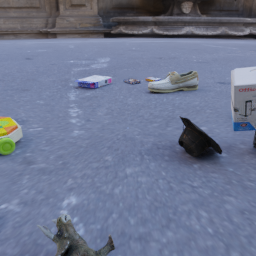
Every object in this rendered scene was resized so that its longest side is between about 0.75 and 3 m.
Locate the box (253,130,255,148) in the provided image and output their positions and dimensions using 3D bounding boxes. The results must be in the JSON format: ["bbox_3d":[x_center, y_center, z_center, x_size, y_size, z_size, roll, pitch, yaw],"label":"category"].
[{"bbox_3d":[5.094,0.261,7.042,2.308,0.728,2.926,-20,29,-41],"label":"box"}]

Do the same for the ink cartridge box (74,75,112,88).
[{"bbox_3d":[-1.714,-2.306,14.018,1.079,0.380,1.809,11,21,27],"label":"ink cartridge box"}]

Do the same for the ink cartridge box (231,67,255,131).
[{"bbox_3d":[3.019,-0.661,6.598,1.083,1.483,0.625,-4,45,18],"label":"ink cartridge box"}]

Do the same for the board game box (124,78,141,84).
[{"bbox_3d":[0.209,-2.446,14.678,0.528,0.135,0.779,-16,27,-35],"label":"board game box"}]

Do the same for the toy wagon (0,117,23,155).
[{"bbox_3d":[-4.169,0.297,7.258,2.593,0.513,2.012,-15,26,-33],"label":"toy wagon"}]

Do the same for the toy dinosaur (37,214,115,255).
[{"bbox_3d":[-0.544,1.874,3.320,0.975,0.734,1.906,-15,29,-5],"label":"toy dinosaur"}]

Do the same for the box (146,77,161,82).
[{"bbox_3d":[1.379,-2.582,14.994,0.474,0.165,0.796,-18,26,-38],"label":"box"}]

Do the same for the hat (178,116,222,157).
[{"bbox_3d":[1.616,0.344,6.916,1.483,0.598,1.483,41,1,-1],"label":"hat"}]

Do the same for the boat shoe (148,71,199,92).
[{"bbox_3d":[2.098,-2.186,13.014,2.554,0.873,0.954,-8,23,-20],"label":"boat shoe"}]
